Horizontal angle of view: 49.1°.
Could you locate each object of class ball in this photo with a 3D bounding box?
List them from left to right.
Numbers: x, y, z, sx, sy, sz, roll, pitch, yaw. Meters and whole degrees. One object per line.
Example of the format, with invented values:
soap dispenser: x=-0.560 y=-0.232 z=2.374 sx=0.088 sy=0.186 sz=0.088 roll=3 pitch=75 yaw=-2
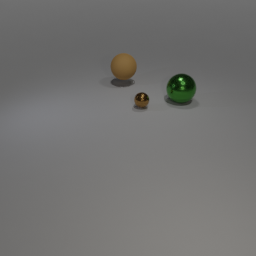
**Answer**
ball: x=-0.231 y=-3.276 z=14.961 sx=1.400 sy=1.400 sz=1.400 roll=0 pitch=29 yaw=0
ball: x=0.627 y=-1.280 z=12.766 sx=0.700 sy=0.700 sz=0.700 roll=0 pitch=29 yaw=0
ball: x=2.507 y=-1.861 z=13.205 sx=1.400 sy=1.400 sz=1.400 roll=0 pitch=29 yaw=0
